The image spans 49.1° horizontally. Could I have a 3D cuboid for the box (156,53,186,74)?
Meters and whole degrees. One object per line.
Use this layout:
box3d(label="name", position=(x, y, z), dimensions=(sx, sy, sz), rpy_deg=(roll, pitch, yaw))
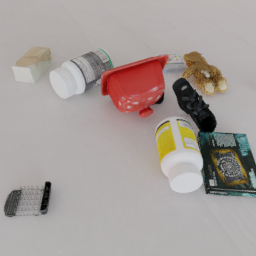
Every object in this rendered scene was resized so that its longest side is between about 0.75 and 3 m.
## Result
box3d(label="box", position=(2.311, -3.537, 15.229), dimensions=(1.285, 0.339, 1.648), rpy_deg=(-4, 41, -4))

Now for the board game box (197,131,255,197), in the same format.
box3d(label="board game box", position=(3.542, 1.189, 9.954), dimensions=(1.845, 0.384, 2.728), rpy_deg=(4, 42, 4))

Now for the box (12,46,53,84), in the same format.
box3d(label="box", position=(-4.915, -3.308, 14.546), dimensions=(1.084, 0.887, 2.283), rpy_deg=(7, 42, 8))

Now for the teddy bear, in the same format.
box3d(label="teddy bear", position=(3.728, -2.599, 13.910), dimensions=(2.088, 0.962, 2.880), rpy_deg=(-32, 58, -21))

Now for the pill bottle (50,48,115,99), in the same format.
box3d(label="pill bottle", position=(-2.130, -2.585, 13.219), dimensions=(1.598, 1.598, 2.826), rpy_deg=(34, 52, 32))

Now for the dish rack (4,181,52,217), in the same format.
box3d(label="dish rack", position=(-3.143, 2.249, 8.785), dimensions=(1.426, 0.389, 1.094), rpy_deg=(-2, 41, -2))

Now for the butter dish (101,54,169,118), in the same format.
box3d(label="butter dish", position=(0.443, -1.431, 11.563), dimensions=(2.817, 2.825, 2.088), rpy_deg=(-18, 81, -9))

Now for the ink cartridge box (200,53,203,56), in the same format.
box3d(label="ink cartridge box", position=(3.879, -3.978, 15.824), dimensions=(0.397, 0.187, 0.845), rpy_deg=(27, 48, 25))

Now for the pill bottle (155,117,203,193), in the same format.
box3d(label="pill bottle", position=(1.742, 0.881, 9.546), dimensions=(1.385, 1.385, 2.488), rpy_deg=(-2, 42, -2))

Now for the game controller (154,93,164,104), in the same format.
box3d(label="game controller", position=(0.719, -1.535, 12.962), dimensions=(1.898, 0.400, 0.990), rpy_deg=(5, 42, 6))

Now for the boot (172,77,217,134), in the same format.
box3d(label="boot", position=(2.694, -0.655, 10.825), dimensions=(0.928, 2.509, 2.056), rpy_deg=(-35, 55, 10))
